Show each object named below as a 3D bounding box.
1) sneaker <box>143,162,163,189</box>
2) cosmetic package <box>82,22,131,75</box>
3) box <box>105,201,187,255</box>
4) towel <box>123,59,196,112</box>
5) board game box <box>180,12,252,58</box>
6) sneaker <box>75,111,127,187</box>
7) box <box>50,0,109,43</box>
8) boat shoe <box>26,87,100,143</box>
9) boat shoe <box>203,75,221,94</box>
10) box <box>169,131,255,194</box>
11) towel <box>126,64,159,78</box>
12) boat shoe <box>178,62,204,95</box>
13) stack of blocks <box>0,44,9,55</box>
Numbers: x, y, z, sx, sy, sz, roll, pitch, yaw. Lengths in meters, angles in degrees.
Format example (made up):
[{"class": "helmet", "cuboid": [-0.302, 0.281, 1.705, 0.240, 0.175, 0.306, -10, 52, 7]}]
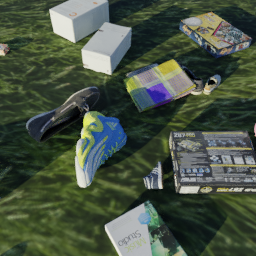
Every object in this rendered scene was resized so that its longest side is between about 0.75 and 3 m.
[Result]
[{"class": "sneaker", "cuboid": [0.764, 1.419, 8.436, 0.572, 0.369, 1.054, -10, 31, 12]}, {"class": "cosmetic package", "cuboid": [-0.891, -3.571, 12.437, 1.378, 0.991, 2.443, 16, 50, 11]}, {"class": "box", "cuboid": [0.473, 2.987, 7.117, 1.411, 0.355, 1.955, -25, 54, -19]}, {"class": "towel", "cuboid": [1.207, -1.707, 10.881, 2.401, 0.273, 1.724, -23, 64, -8]}, {"class": "board game box", "cuboid": [4.191, -4.606, 13.667, 1.999, 0.511, 2.950, -21, 52, -17]}, {"class": "sneaker", "cuboid": [-0.779, 0.550, 8.790, 1.493, 1.076, 2.842, 3, 50, -1]}, {"class": "box", "cuboid": [-2.361, -5.581, 14.038, 1.571, 1.231, 2.525, 32, 56, 24]}, {"class": "boat shoe", "cuboid": [-2.059, -0.421, 9.746, 2.883, 0.964, 0.822, -32, 58, -18]}, {"class": "boat shoe", "cuboid": [3.449, -1.839, 11.310, 0.449, 0.411, 1.200, 26, 54, 21]}, {"class": "box", "cuboid": [2.647, 1.008, 8.674, 2.543, 0.624, 2.050, -1, 50, -1]}, {"class": "towel", "cuboid": [0.946, -2.013, 11.551, 1.583, 0.284, 1.644, -22, 53, -18]}, {"class": "boat shoe", "cuboid": [2.389, -2.255, 11.497, 0.775, 0.669, 2.133, -21, 52, -16]}, {"class": "stack of blocks", "cuboid": [-6.063, -3.671, 13.018, 0.879, 0.258, 0.506, 8, 49, 7]}]
